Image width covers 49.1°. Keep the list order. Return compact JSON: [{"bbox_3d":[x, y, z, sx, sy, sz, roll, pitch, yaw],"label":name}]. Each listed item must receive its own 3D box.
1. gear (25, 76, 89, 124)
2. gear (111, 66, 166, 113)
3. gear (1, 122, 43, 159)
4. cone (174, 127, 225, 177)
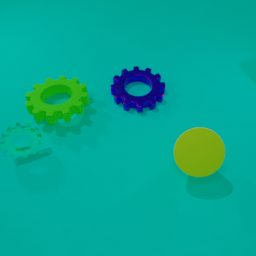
[{"bbox_3d":[-2.221,-0.930,8.850,1.925,0.356,1.925,-1,46,1],"label":"gear"},{"bbox_3d":[0.335,-1.323,9.410,1.795,0.332,1.795,0,55,0],"label":"gear"},{"bbox_3d":[-2.953,0.360,7.796,1.075,1.075,0.199,-20,37,-13],"label":"gear"},{"bbox_3d":[1.796,0.530,7.439,1.236,1.241,1.236,1,97,5],"label":"cone"}]
